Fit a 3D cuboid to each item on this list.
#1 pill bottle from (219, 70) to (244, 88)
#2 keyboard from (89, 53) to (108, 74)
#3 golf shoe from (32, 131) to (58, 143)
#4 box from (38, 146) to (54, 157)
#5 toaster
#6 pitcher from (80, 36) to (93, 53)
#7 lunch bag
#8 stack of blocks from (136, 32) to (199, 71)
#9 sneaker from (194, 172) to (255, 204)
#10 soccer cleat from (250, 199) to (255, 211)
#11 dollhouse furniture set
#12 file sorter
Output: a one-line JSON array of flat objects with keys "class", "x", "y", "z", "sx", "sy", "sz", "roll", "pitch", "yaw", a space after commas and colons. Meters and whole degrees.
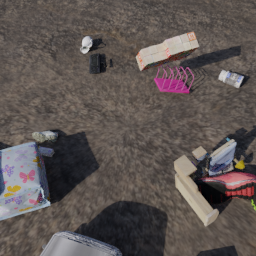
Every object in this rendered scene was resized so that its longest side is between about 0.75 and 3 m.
[{"class": "pill bottle", "x": 4.800, "y": -2.306, "z": 13.052, "sx": 1.005, "sy": 0.572, "sz": 0.572, "roll": 26, "pitch": 56, "yaw": 20}, {"class": "keyboard", "x": -1.477, "y": -3.243, "z": 13.896, "sx": 0.926, "sy": 0.150, "sz": 1.458, "roll": -8, "pitch": 53, "yaw": 3}, {"class": "golf shoe", "x": -3.294, "y": 0.297, "z": 11.193, "sx": 1.003, "sy": 0.393, "sz": 0.488, "roll": 10, "pitch": 35, "yaw": 1}, {"class": "box", "x": -3.474, "y": 0.854, "z": 10.762, "sx": 1.231, "sy": 0.238, "sz": 0.255, "roll": 10, "pitch": 52, "yaw": 8}, {"class": "toaster", "x": -1.258, "y": 3.978, "z": 7.440, "sx": 2.754, "sy": 1.565, "sz": 1.779, "roll": 12, "pitch": 50, "yaw": 15}, {"class": "pitcher", "x": -2.074, "y": -4.432, "z": 14.675, "sx": 0.767, "sy": 0.542, "sz": 0.894, "roll": -18, "pitch": 46, "yaw": 33}, {"class": "lunch bag", "x": -3.983, "y": 1.787, "z": 9.213, "sx": 2.404, "sy": 1.528, "sz": 2.039, "roll": -15, "pitch": 50, "yaw": -9}, {"class": "stack of blocks", "x": 1.506, "y": -2.971, "z": 10.965, "sx": 2.136, "sy": 1.230, "sz": 0.626, "roll": -19, "pitch": 89, "yaw": -12}, {"class": "sneaker", "x": 3.392, "y": 1.974, "z": 9.657, "sx": 2.341, "sy": 0.863, "sz": 1.015, "roll": -2, "pitch": 21, "yaw": 10}, {"class": "soccer cleat", "x": 4.473, "y": 2.657, "z": 9.307, "sx": 0.578, "sy": 0.447, "sz": 1.382, "roll": 24, "pitch": 45, "yaw": -19}, {"class": "dollhouse furniture set", "x": 2.994, "y": 1.491, "z": 8.893, "sx": 2.524, "sy": 2.382, "sz": 1.647, "roll": -32, "pitch": 58, "yaw": -9}, {"class": "file sorter", "x": 2.070, "y": -2.216, "z": 12.490, "sx": 1.405, "sy": 0.881, "sz": 0.977, "roll": 1, "pitch": 41, "yaw": -18}]
